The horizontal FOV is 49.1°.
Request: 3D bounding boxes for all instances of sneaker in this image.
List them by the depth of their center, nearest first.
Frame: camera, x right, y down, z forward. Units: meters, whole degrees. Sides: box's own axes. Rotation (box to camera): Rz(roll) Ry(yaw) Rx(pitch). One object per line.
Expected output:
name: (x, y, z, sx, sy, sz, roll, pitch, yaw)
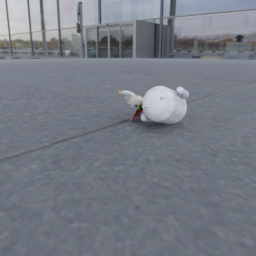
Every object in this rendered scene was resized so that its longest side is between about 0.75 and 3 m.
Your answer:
sneaker: (0.086, -0.946, 9.389, 1.007, 0.463, 0.381, 21, -5, -33)

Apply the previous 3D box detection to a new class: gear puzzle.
gear puzzle: (0.495, -0.701, 9.218, 0.166, 1.264, 0.655, 42, 49, 10)

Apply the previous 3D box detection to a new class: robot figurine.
robot figurine: (1.122, -0.681, 8.579, 1.059, 1.590, 1.875, 58, 23, 19)
